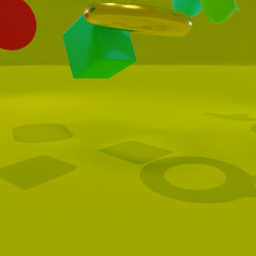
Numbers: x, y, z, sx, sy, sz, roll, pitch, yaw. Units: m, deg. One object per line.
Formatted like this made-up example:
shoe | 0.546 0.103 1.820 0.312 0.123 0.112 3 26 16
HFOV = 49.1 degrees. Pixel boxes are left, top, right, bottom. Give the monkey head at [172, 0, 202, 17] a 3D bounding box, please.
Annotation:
monkey head | 2.181 -4.409 9.719 1.828 1.102 1.315 -8 10 34

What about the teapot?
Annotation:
teapot | 2.665 -3.683 8.000 1.012 1.285 2.067 -20 -17 30

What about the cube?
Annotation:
cube | -0.619 -1.726 6.039 1.034 1.034 1.034 -10 -8 -44

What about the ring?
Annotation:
ring | 0.176 -1.872 4.886 1.863 0.373 1.863 7 18 -2

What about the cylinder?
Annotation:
cylinder | -3.311 -2.907 7.668 1.372 1.372 1.372 -7 24 -25
